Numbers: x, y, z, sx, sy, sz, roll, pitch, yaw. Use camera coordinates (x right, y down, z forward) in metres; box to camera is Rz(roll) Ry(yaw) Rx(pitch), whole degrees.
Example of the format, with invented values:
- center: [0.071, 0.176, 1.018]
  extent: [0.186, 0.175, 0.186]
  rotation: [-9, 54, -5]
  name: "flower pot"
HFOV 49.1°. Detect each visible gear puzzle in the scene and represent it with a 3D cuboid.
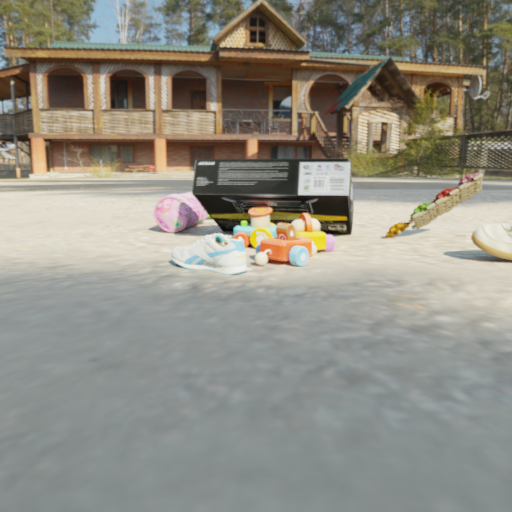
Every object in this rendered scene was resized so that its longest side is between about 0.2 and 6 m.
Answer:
- center: [3.772, -1.043, 12.058]
  extent: [2.304, 0.302, 1.193]
  rotation: [-33, -20, 12]
  name: "gear puzzle"

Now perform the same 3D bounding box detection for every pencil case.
- center: [-1.804, -1.126, 13.941]
  extent: [0.929, 0.929, 2.125]
  rotation: [2, 9, 11]
  name: "pencil case"

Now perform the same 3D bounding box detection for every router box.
- center: [0.488, -1.226, 12.095]
  extent: [3.164, 0.826, 2.488]
  rotation: [2, -15, 11]
  name: "router box"

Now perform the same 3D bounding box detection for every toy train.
- center: [0.222, -0.442, 10.412]
  extent: [2.131, 0.789, 2.837]
  rotation: [-8, 12, -40]
  name: "toy train"

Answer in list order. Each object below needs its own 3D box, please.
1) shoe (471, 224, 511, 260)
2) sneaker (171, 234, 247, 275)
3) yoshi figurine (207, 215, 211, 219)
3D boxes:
- center: [4.863, -0.355, 9.556]
  extent: [2.376, 0.634, 0.831]
  rotation: [3, 33, -6]
  name: "shoe"
- center: [-0.754, -0.071, 8.954]
  extent: [1.436, 0.580, 0.549]
  rotation: [6, 13, 33]
  name: "sneaker"
- center: [-0.929, -1.341, 16.019]
  extent: [1.203, 0.673, 0.676]
  rotation: [-10, 20, -30]
  name: "yoshi figurine"
